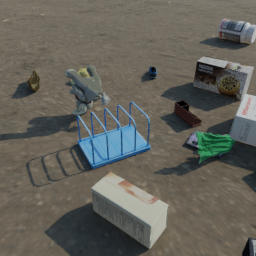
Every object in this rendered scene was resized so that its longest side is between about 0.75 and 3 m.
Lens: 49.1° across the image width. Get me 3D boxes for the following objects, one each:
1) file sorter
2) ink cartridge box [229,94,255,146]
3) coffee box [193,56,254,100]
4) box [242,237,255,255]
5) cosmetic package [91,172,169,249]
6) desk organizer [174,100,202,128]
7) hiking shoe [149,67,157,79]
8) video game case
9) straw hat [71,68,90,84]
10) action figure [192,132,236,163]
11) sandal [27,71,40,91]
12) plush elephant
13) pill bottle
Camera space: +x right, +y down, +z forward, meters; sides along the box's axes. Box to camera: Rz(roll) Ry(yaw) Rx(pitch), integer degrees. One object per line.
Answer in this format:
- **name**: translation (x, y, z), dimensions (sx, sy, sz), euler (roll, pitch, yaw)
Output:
- **file sorter**: translation (-0.481, 0.121, 8.944), dimensions (2.036, 1.249, 1.413), euler (-17, 38, -21)
- **ink cartridge box**: translation (4.865, -0.110, 9.448), dimensions (2.419, 1.013, 1.745), euler (17, 39, 22)
- **coffee box**: translation (4.084, -2.223, 12.190), dimensions (2.215, 1.252, 0.884), euler (23, 41, 28)
- **box**: translation (2.880, 2.924, 5.532), dimensions (1.063, 0.660, 1.072), euler (11, 37, 14)
- **cosmetic package**: translation (0.021, 1.922, 6.734), dimensions (1.761, 0.910, 0.768), euler (26, 43, 29)
- **desk organizer**: translation (2.248, -0.551, 10.539), dimensions (0.433, 0.465, 1.209), euler (-17, 39, -22)
- **hiking shoe**: translation (1.254, -2.810, 13.680), dimensions (0.402, 0.468, 1.080), euler (-3, 36, -4)
- **video game case**: translation (2.655, 0.517, 9.346), dimensions (1.237, 0.117, 0.883), euler (21, 42, 28)
- **straw hat**: translation (-2.051, -2.487, 13.153), dimensions (1.344, 0.569, 1.344), euler (0, 35, 0)
- **action figure**: translation (2.731, 0.518, 8.708), dimensions (1.601, 0.946, 0.438), euler (-5, 5, -25)
- **sandal**: translation (-4.308, -2.100, 12.601), dimensions (0.435, 0.651, 1.592), euler (-20, 39, 1)
- **plush elephant**: translation (-1.606, -1.272, 10.451), dimensions (1.779, 1.377, 1.465), euler (51, 38, 0)
- **pill bottle**: translation (6.899, -6.066, 17.586), dimensions (2.135, 1.216, 1.216), euler (25, 43, 30)
